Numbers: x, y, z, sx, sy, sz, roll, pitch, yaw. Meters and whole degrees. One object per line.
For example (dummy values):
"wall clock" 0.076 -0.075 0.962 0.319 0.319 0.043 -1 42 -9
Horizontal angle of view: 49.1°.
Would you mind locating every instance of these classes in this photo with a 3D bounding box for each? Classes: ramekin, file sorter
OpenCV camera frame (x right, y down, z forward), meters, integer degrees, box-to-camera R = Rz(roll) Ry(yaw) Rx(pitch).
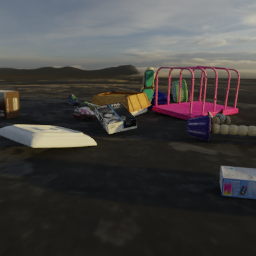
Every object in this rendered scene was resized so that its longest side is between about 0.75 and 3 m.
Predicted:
"ramekin" 2.725 -1.940 14.878 0.603 1.235 1.235 -7 12 2
"file sorter" 2.777 -1.530 11.234 2.941 1.844 2.044 -9 18 -36

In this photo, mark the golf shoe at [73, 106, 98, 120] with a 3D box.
"golf shoe" -1.482 -0.567 10.056 1.087 0.501 0.395 9 -23 26

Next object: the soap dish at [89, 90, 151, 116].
"soap dish" -0.331 -1.018 11.335 2.049 0.832 1.612 7 17 34

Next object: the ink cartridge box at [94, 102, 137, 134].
"ink cartridge box" -0.444 -0.389 8.328 0.858 0.338 1.726 -13 27 -18

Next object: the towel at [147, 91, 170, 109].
"towel" 0.968 -1.312 13.589 1.833 0.615 2.483 -7 13 -1

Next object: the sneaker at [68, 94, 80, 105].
"sneaker" -2.783 -1.446 14.163 0.435 0.511 1.168 -8 14 -31

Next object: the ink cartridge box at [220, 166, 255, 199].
"ink cartridge box" 1.861 0.842 4.314 0.824 0.314 0.562 1 12 15

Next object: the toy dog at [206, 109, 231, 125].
"toy dog" 2.993 -0.439 9.575 0.732 0.534 1.109 -9 15 -34

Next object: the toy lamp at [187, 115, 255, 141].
"toy lamp" 2.740 0.040 7.131 2.438 0.710 0.710 4 13 13

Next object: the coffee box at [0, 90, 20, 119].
"coffee box" -5.108 -0.939 10.762 1.772 1.013 0.706 6 13 21

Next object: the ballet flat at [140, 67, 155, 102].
"ballet flat" 0.803 -1.735 11.611 0.585 1.683 0.585 8 32 -5

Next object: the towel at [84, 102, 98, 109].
"towel" -1.051 -0.761 10.316 0.968 0.148 0.722 18 -6 29

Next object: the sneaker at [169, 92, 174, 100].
"sneaker" 2.646 -1.765 16.001 0.551 0.461 1.214 10 19 -2

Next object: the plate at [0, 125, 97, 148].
"plate" -1.961 0.155 6.797 1.784 0.289 1.788 12 7 41
